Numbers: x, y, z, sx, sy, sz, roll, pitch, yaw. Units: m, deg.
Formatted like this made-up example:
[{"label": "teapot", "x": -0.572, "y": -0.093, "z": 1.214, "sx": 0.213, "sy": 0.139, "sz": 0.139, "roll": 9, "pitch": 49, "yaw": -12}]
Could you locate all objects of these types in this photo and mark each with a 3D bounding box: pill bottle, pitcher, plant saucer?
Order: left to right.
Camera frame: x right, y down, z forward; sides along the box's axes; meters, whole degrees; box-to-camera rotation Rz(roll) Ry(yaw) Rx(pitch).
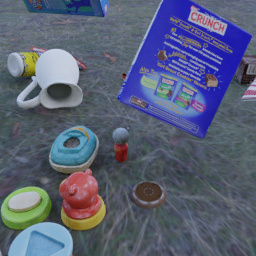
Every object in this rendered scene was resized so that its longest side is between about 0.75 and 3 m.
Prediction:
[{"label": "pill bottle", "x": -4.080, "y": -2.701, "z": 11.864, "sx": 0.961, "sy": 0.961, "sz": 1.710, "roll": 23, "pitch": 26, "yaw": 31}, {"label": "pitcher", "x": -2.857, "y": -1.722, "z": 10.152, "sx": 2.223, "sy": 1.571, "sz": 2.591, "roll": -13, "pitch": 43, "yaw": -6}, {"label": "plant saucer", "x": 0.465, "y": 1.488, "z": 6.397, "sx": 0.824, "sy": 0.132, "sz": 0.824, "roll": -1, "pitch": 34, "yaw": 0}]

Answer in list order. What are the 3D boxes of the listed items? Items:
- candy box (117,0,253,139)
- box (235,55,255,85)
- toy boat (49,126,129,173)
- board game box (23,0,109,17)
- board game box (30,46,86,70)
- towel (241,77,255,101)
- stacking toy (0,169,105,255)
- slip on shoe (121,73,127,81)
[{"label": "candy box", "x": 1.136, "y": -1.259, "z": 5.943, "sx": 2.005, "sy": 2.371, "sz": 0.913, "roll": 24, "pitch": 6, "yaw": -10}, {"label": "box", "x": 5.075, "y": -2.419, "z": 11.621, "sx": 0.923, "sy": 0.914, "sz": 1.113, "roll": 3, "pitch": 33, "yaw": 5}, {"label": "toy boat", "x": -0.976, "y": 0.417, "z": 7.281, "sx": 2.021, "sy": 0.939, "sz": 1.699, "roll": 0, "pitch": 33, "yaw": 1}, {"label": "board game box", "x": -1.575, "y": -3.273, "z": 6.219, "sx": 2.038, "sy": 1.550, "sz": 0.459, "roll": 9, "pitch": 65, "yaw": 13}, {"label": "board game box", "x": -3.190, "y": -3.212, "z": 12.799, "sx": 2.405, "sy": 0.234, "sz": 1.238, "roll": 18, "pitch": -2, "yaw": 25}, {"label": "towel", "x": 2.610, "y": -0.775, "z": 5.120, "sx": 0.786, "sy": 0.124, "sz": 1.091, "roll": 0, "pitch": 29, "yaw": 40}, {"label": "stacking toy", "x": -1.732, "y": 1.689, "z": 5.277, "sx": 2.172, "sy": 1.013, "sz": 2.399, "roll": 9, "pitch": 34, "yaw": 12}, {"label": "slip on shoe", "x": -0.015, "y": -2.094, "z": 11.756, "sx": 0.285, "sy": 0.235, "sz": 0.768, "roll": -20, "pitch": 40, "yaw": -30}]
